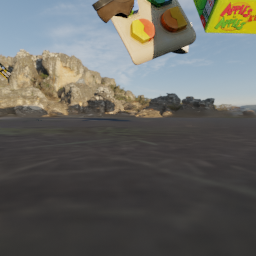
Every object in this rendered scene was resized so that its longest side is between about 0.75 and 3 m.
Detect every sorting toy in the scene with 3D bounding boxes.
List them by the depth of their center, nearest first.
[{"bbox_3d":[0.638,-3.340,8.204,2.304,2.489,0.454,-25,-2,-19],"label":"sorting toy"}]

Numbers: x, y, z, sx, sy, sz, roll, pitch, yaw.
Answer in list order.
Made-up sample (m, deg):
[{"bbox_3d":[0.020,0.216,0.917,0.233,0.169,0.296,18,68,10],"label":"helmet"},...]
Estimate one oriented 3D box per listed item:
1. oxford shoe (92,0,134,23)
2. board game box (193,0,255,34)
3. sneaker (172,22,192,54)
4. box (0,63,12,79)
[{"bbox_3d":[-0.059,-2.193,4.911,1.151,0.486,0.418,-37,21,-16],"label":"oxford shoe"},{"bbox_3d":[1.978,-3.111,5.576,1.516,2.985,0.711,-2,-33,-9],"label":"board game box"},{"bbox_3d":[1.048,-3.798,10.213,2.993,1.199,1.053,20,0,-22],"label":"sneaker"},{"bbox_3d":[-4.090,-1.982,8.459,1.021,0.252,0.815,33,-11,27],"label":"box"}]
